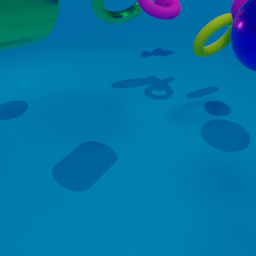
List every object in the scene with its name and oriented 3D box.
[{"bbox_3d":[2.209,-2.282,6.994,1.304,1.304,0.261,-19,67,-24],"label":"ring"},{"bbox_3d":[2.204,-1.447,4.226,1.243,1.243,1.243,0,36,0],"label":"ball"},{"bbox_3d":[2.332,-2.225,5.215,0.777,0.777,0.777,0,36,0],"label":"ball"},{"bbox_3d":[-1.383,-1.223,2.525,1.079,1.079,1.079,20,33,25],"label":"cylinder"},{"bbox_3d":[0.727,-3.024,6.249,0.744,1.610,1.507,-7,59,30],"label":"knot shape"},{"bbox_3d":[-0.156,-3.069,6.752,1.495,1.495,0.299,-12,75,-16],"label":"ring"}]
